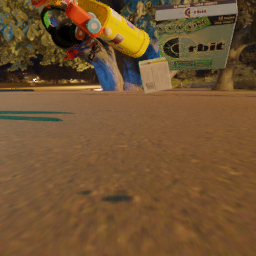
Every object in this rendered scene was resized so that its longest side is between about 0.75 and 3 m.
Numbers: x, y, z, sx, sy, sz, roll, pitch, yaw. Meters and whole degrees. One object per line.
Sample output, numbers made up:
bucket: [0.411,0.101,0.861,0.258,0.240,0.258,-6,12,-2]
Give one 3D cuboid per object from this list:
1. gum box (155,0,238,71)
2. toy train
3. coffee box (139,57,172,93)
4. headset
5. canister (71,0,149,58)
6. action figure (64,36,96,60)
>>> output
gum box: [2.171,-2.893,9.237,2.309,0.606,2.718,0,-22,11]
toy train: [-1.629,-3.026,7.116,2.121,0.785,2.823,30,18,-32]
coffee box: [0.834,-1.667,8.781,0.856,0.855,0.847,-11,24,4]
headset: [-2.051,-3.753,10.857,1.748,1.330,2.831,3,-31,32]
canister: [-0.487,-2.884,8.131,1.492,0.869,2.008,35,14,30]
action figure: [-1.643,-2.596,9.293,1.156,0.378,0.299,-35,30,-5]
